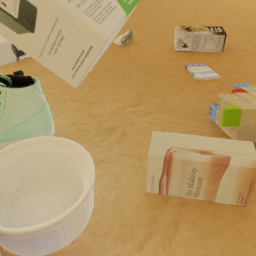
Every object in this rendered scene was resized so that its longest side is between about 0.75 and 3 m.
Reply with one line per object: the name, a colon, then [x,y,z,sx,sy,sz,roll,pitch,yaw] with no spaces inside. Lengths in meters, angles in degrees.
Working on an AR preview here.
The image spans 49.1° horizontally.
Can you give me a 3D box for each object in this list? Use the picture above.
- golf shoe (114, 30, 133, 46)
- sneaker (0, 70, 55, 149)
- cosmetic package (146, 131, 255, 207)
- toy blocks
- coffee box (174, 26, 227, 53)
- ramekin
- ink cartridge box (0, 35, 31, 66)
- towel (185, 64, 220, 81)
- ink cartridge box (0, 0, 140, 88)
golf shoe: [-0.188,-4.056,12.524,0.611,0.492,1.257,9,34,23]
sneaker: [-3.194,-0.333,5.953,2.963,1.748,1.090,-14,38,-17]
cosmetic package: [1.291,0.726,5.129,1.842,0.952,0.804,5,35,10]
toy blocks: [3.240,-0.480,6.737,2.979,1.488,2.036,-4,23,-7]
coffee box: [2.986,-3.757,11.773,1.987,0.793,1.123,3,35,4]
ramekin: [-1.437,1.074,4.528,1.881,0.917,1.881,0,39,0]
ink cartridge box: [-4.627,-3.213,10.926,1.470,0.848,2.027,26,42,33]
towel: [2.573,-1.973,9.761,0.874,0.142,1.191,-6,35,-10]
ink cartridge box: [-1.158,-1.927,3.857,2.308,0.970,1.685,35,43,-11]
